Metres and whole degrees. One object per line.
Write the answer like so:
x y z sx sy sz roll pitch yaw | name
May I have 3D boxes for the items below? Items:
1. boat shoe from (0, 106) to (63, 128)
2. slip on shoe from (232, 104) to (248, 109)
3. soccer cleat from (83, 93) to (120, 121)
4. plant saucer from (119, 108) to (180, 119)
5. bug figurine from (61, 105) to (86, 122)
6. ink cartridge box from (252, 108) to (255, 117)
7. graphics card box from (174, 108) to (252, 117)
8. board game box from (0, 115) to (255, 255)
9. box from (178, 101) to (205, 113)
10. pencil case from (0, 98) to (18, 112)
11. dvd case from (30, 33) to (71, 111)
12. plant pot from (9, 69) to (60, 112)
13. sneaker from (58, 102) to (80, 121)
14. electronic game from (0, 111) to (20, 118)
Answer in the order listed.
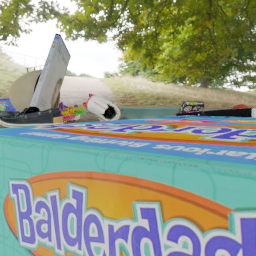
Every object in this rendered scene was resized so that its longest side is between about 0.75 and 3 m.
-2.986 -0.332 8.611 2.152 0.670 0.803 0 7 18 | boat shoe
4.273 -0.550 10.722 0.870 0.719 2.349 4 8 19 | slip on shoe
-0.675 -0.517 9.693 0.970 0.782 2.278 32 -2 24 | soccer cleat
1.072 -0.687 13.211 2.980 0.536 2.980 1 5 0 | plant saucer
-2.300 -0.482 10.431 1.266 0.420 1.633 -7 13 27 | bug figurine
3.507 -0.113 6.066 1.159 0.668 1.588 5 7 42 | ink cartridge box
2.090 -0.209 7.230 1.261 0.511 2.009 -4 3 -7 | graphics card box
0.778 0.271 1.967 2.178 0.644 2.864 4 6 36 | board game box
2.250 -0.581 10.207 0.761 0.210 0.950 0 -38 -14 | box
-7.678 -1.414 17.842 2.673 1.161 1.043 -4 22 -28 | pencil case
-2.696 -1.758 10.048 0.235 2.677 1.910 16 -8 2 | dvd case
-3.603 -1.231 10.506 1.339 1.995 1.995 5 6 12 | plant pot
-2.982 -0.686 11.671 1.942 0.810 0.783 -4 5 -25 | sneaker
-4.974 -0.405 10.478 2.141 0.445 2.141 -1 5 0 | electronic game
